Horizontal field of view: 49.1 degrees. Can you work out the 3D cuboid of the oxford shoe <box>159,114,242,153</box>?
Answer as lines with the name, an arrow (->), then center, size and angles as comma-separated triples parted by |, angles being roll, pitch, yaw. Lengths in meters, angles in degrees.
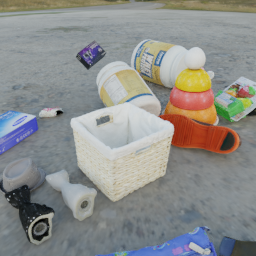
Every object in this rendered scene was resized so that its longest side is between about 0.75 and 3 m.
oxford shoe -> 2.250, 0.222, 9.307 | 2.933, 1.044, 1.064 | 19, 7, 34

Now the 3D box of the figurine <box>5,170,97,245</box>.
figurine -> -1.878, 1.666, 6.731 | 1.755, 0.755, 1.712 | -20, 31, -34

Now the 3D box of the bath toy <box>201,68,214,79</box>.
bath toy -> 3.910, -3.025, 15.340 | 1.592, 0.692, 0.588 | 13, 9, 14

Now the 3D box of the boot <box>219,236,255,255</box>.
boot -> 1.942, 2.720, 4.803 | 1.102, 0.850, 2.275 | 7, 18, 33

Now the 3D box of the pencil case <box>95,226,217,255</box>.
pencil case -> 0.516, 2.451, 4.963 | 2.278, 0.989, 0.889 | -9, 59, -14

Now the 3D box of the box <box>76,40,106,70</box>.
box -> -1.385, -2.753, 10.574 | 0.949, 0.670, 0.374 | -48, 9, -28

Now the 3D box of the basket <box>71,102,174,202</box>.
basket -> -0.165, 0.542, 7.697 | 2.055, 1.668, 2.074 | -20, 34, -32

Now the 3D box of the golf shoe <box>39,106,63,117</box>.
golf shoe -> -3.064, -0.616, 11.172 | 0.971, 0.352, 0.447 | -19, 34, -31

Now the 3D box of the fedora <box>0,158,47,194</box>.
fedora -> -2.878, 1.229, 7.570 | 1.162, 0.593, 1.314 | 12, 31, 21

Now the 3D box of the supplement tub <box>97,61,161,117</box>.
supplement tub -> -0.053, -1.133, 10.057 | 1.668, 1.668, 2.307 | -14, 54, -24

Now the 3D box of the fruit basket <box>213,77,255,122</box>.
fruit basket -> 4.377, -1.240, 11.048 | 1.975, 0.926, 1.829 | -40, 37, -1

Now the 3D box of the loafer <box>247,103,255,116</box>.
loafer -> 5.049, -0.775, 11.375 | 1.463, 0.533, 0.529 | 15, 21, 9

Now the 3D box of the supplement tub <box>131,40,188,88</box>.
supplement tub -> 1.800, -3.225, 14.139 | 2.067, 2.067, 2.858 | -25, 37, -37

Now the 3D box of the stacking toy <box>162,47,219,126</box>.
stacking toy -> 2.349, -1.440, 10.048 | 2.102, 2.877, 2.102 | 1, 28, 0

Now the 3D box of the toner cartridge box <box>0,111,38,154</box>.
toner cartridge box -> -4.405, 0.284, 9.283 | 1.290, 0.586, 2.716 | 12, 31, 21
